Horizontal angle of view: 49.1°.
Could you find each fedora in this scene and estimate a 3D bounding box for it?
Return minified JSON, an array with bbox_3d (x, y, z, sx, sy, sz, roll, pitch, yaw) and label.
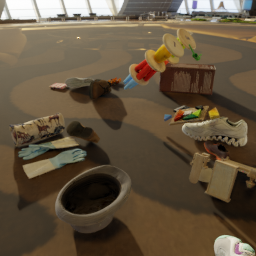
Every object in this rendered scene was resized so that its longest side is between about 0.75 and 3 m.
[{"bbox_3d":[-0.720,1.671,6.245,1.536,0.784,1.736,19,39,36],"label":"fedora"}]

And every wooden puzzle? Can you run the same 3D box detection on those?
[{"bbox_3d":[2.093,-0.463,9.537,1.989,0.233,1.342,-11,20,24],"label":"wooden puzzle"}]

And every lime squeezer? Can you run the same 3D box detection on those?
[{"bbox_3d":[2.220,-2.394,9.079,0.190,0.355,1.005,8,-1,38],"label":"lime squeezer"}]

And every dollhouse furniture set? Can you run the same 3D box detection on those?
[{"bbox_3d":[2.678,1.289,7.601,1.566,0.897,1.837,19,8,32],"label":"dollhouse furniture set"}]

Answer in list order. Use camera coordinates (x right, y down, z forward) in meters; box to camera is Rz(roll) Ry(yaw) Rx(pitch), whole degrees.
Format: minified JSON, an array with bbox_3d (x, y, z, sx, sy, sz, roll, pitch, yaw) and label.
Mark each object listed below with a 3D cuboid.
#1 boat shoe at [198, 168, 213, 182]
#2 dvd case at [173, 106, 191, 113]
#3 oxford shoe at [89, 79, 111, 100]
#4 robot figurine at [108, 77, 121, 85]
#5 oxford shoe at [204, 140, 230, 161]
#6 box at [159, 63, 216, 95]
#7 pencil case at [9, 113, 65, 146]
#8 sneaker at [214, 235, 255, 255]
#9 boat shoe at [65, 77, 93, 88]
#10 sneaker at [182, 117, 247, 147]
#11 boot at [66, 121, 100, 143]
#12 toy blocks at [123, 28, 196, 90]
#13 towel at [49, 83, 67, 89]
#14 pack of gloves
[{"bbox_3d":[2.322,1.298,7.659,1.091,0.396,0.342,-2,-16,7],"label":"boat shoe"},{"bbox_3d":[2.497,-0.680,11.734,0.712,0.117,0.947,-22,33,-37],"label":"dvd case"},{"bbox_3d":[-1.299,-1.914,13.482,0.910,0.783,2.155,6,27,10],"label":"oxford shoe"},{"bbox_3d":[-0.784,-2.565,15.386,0.596,0.239,0.823,17,31,33],"label":"robot figurine"},{"bbox_3d":[2.798,0.630,8.740,0.424,0.432,1.190,-9,28,-18],"label":"oxford shoe"},{"bbox_3d":[2.924,-2.480,14.024,2.642,1.323,0.990,5,27,8],"label":"box"},{"bbox_3d":[-3.081,-0.003,9.660,1.835,0.714,0.821,-19,60,-32],"label":"pencil case"},{"bbox_3d":[1.475,2.639,4.221,1.544,0.858,2.207,-6,26,-13],"label":"sneaker"},{"bbox_3d":[-2.563,-2.386,14.858,1.526,0.549,0.473,-2,2,-12],"label":"boat shoe"},{"bbox_3d":[2.951,-0.006,9.561,2.157,0.874,0.810,7,29,18],"label":"sneaker"},{"bbox_3d":[-1.563,0.189,9.633,1.563,0.590,0.575,20,74,44],"label":"boot"},{"bbox_3d":[1.189,-2.745,11.844,2.933,1.065,2.445,-35,2,41],"label":"toy blocks"},{"bbox_3d":[-3.655,-2.215,14.841,0.858,0.128,0.628,8,28,21],"label":"towel"},{"bbox_3d":[-2.342,0.705,8.658,1.933,0.381,1.624,-16,30,-29],"label":"pack of gloves"}]
